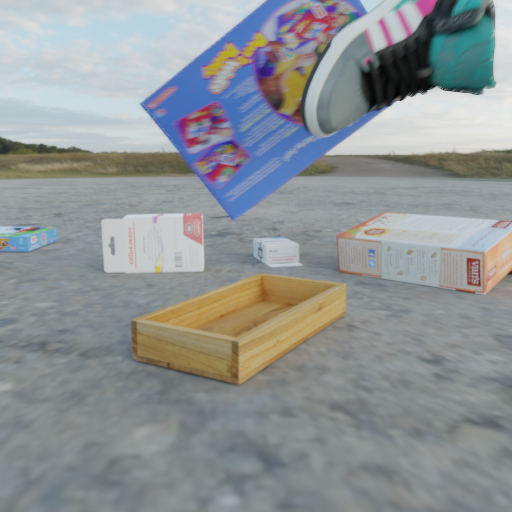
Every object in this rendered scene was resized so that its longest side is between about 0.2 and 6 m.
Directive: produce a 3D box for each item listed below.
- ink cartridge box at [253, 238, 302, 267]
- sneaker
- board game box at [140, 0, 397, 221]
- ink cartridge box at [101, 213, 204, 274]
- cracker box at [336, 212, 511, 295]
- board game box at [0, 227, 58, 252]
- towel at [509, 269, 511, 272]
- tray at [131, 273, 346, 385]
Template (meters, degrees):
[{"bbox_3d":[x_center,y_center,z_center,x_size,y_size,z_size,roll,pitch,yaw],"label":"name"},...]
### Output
[{"bbox_3d":[0.388,-0.078,10.183,0.631,0.364,1.090,-3,11,-16],"label":"ink cartridge box"},{"bbox_3d":[2.287,-2.653,7.859,1.978,1.370,3.276,28,67,39],"label":"sneaker"},{"bbox_3d":[0.369,-2.961,10.287,4.091,2.751,0.916,-35,16,11],"label":"board game box"},{"bbox_3d":[-1.691,-0.215,9.315,1.620,0.943,0.547,-1,10,-4],"label":"ink cartridge box"},{"bbox_3d":[2.737,-0.121,8.931,2.423,0.699,1.623,8,22,41],"label":"cracker box"},{"bbox_3d":[-5.415,-0.366,11.804,1.926,0.352,1.457,0,11,3],"label":"board game box"},{"bbox_3d":[3.878,0.092,9.688,1.926,0.217,1.393,1,12,13],"label":"towel"},{"bbox_3d":[-0.050,0.661,5.927,1.186,0.445,2.405,6,13,30],"label":"tray"}]
